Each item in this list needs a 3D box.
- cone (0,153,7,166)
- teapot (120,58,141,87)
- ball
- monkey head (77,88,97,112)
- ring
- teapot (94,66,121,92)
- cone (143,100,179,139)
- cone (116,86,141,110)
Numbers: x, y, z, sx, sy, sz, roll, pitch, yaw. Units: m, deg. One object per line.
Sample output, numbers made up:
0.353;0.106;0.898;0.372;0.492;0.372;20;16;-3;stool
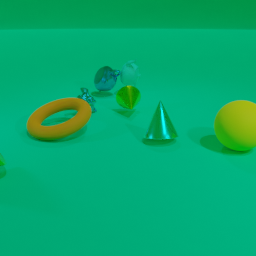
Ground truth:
-3.251;0.644;5.520;1.133;1.129;1.129;-39;36;-16;cone
0.150;-2.273;11.724;0.792;1.617;1.005;14;50;15;teapot
2.759;-0.059;6.883;1.236;1.236;1.236;0;22;0;ball
-1.513;-0.907;9.531;1.155;0.696;0.831;9;45;-32;monkey head
-1.981;-0.302;8.093;1.886;0.377;1.886;-9;34;6;ring
-0.924;-1.998;11.807;0.847;1.075;1.730;22;-34;-33;teapot
0.873;-0.249;7.452;0.968;0.971;0.968;-2;6;0;cone
0.068;-0.835;9.413;0.888;0.888;0.891;-3;33;-7;cone
